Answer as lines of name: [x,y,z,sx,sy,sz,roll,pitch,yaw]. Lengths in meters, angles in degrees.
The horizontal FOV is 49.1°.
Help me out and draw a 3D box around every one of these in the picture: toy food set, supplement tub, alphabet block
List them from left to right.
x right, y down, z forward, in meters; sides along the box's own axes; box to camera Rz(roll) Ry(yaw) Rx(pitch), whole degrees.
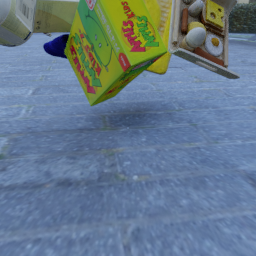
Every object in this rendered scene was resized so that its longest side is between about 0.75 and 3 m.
supplement tub: [-3.659,-3.230,7.552,1.632,1.632,2.251,3,3,6]
alphabet block: [0.304,-3.492,9.507,2.894,2.878,2.947,15,10,4]
toy food set: [1.531,-1.952,5.272,1.376,1.918,0.579,17,-22,-20]

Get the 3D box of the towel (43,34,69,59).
towel: [-1.491,-2.102,7.543,1.211,0.406,1.640,3,4,-32]

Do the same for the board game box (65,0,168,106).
board game box: [-0.446,-1.445,5.306,0.676,1.443,2.841,-27,2,-21]

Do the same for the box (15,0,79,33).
box: [-1.386,-2.605,6.136,1.840,0.715,0.874,-16,52,-40]

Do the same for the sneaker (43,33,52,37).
sneaker: [-2.856,-3.427,9.546,0.325,0.391,0.868,-33,56,10]
